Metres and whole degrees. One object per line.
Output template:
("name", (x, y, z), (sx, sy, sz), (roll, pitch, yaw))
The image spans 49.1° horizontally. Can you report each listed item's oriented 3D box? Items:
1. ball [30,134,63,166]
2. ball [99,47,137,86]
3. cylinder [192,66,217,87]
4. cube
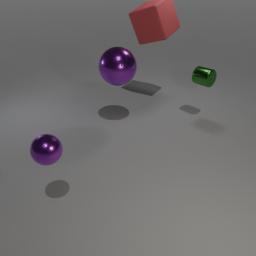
("ball", (-1.805, 0.480, 6.207), (0.700, 0.700, 0.700), (0, 29, 0))
("ball", (-0.376, -2.253, 10.257), (1.400, 1.400, 1.400), (0, 29, 0))
("cylinder", (3.005, -2.025, 11.051), (0.700, 0.700, 0.700), (-24, 36, -36))
("cube", (1.139, -4.554, 11.861), (1.400, 1.400, 1.400), (3, 38, 41))
